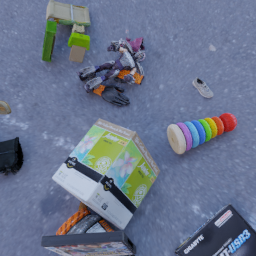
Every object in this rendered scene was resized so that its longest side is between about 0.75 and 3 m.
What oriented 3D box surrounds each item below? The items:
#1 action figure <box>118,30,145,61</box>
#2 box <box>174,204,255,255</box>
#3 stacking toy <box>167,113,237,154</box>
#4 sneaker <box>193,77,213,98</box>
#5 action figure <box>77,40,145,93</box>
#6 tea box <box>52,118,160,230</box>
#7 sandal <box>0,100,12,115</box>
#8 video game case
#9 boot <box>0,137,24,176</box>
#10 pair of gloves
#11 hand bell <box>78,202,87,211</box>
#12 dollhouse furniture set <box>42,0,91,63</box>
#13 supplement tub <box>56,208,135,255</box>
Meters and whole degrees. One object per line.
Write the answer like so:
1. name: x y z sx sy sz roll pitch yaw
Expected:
1. action figure: 0.124 -3.602 12.200 1.338 0.997 0.897 15 62 27
2. box: 3.196 4.151 8.916 2.466 0.613 2.447 -35 72 -14
3. stacking toy: 2.852 0.035 10.427 2.648 1.130 1.130 -19 68 -12
4. sneaker: 3.061 -1.649 11.423 0.388 0.426 1.039 -41 73 -15
5. action figure: -0.554 -2.417 11.291 2.892 1.003 1.882 -27 80 -3
6. tea box: -0.537 1.449 8.818 1.621 2.426 2.387 20 66 37
7. sandal: -3.684 -0.492 7.510 1.290 0.518 0.348 4 38 27
8. video game case: -0.886 2.948 6.980 1.947 1.760 0.248 -7 56 8
9. boot: -4.885 0.665 10.234 1.866 0.843 2.278 -9 75 -1
10. pair of gloves: -0.387 -1.833 11.613 1.669 0.232 1.873 26 70 10
11. hand bell: -1.491 2.291 9.714 0.953 0.953 1.831 5 80 2
12. dollhouse furniture set: -2.717 -4.238 12.415 1.874 1.436 2.861 6 48 -19
13. supplement tub: -0.920 3.805 8.520 1.574 1.574 2.568 -41 72 -15
